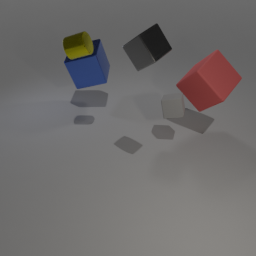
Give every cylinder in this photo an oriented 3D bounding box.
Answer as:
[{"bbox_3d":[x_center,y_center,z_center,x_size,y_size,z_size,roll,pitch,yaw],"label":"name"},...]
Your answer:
[{"bbox_3d":[-1.530,-2.540,8.641,0.700,0.700,0.700,-10,29,18],"label":"cylinder"}]

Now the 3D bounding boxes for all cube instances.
[{"bbox_3d":[-1.694,-2.728,11.985,1.400,1.400,1.400,-9,42,13],"label":"cube"},{"bbox_3d":[1.599,-0.784,9.872,0.700,0.700,0.700,-5,22,18],"label":"cube"},{"bbox_3d":[0.449,-1.872,6.552,0.700,0.700,0.700,-42,15,-31],"label":"cube"},{"bbox_3d":[2.933,-1.688,10.244,1.400,1.400,1.400,-46,7,-25],"label":"cube"}]
